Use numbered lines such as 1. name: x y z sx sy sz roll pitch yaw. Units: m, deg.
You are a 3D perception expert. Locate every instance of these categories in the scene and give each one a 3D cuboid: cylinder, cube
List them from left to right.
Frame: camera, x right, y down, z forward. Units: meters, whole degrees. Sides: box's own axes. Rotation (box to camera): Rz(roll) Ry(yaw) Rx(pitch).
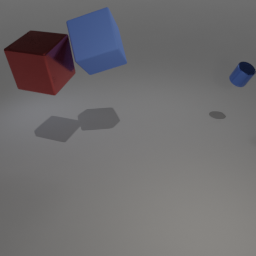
1. cube: -2.664 -2.048 8.730 1.400 1.400 1.400 11 44 16
2. cube: -0.970 -2.744 9.091 1.400 1.400 1.400 -15 -9 9
3. cylinder: 4.355 -2.041 10.687 0.700 0.700 0.700 7 56 -10
